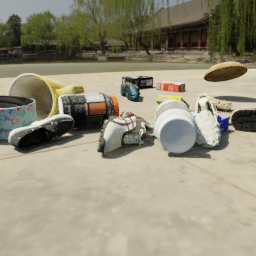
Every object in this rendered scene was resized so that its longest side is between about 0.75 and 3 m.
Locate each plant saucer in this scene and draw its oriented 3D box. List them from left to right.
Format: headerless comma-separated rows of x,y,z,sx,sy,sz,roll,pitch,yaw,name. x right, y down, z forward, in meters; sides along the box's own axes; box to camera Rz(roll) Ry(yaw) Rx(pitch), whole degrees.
5.972,-3.500,17.288,2.596,0.460,2.596,-4,-11,-1,plant saucer

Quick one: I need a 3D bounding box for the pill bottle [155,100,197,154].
1.601,-0.104,9.602,1.380,1.380,2.440,1,16,5,pill bottle

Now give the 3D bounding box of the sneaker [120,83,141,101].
0.328,-2.392,17.734,1.133,1.012,2.765,-5,18,-15,sneaker

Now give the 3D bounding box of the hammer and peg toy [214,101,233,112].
4.854,-1.073,14.448,0.878,0.421,1.194,12,21,30,hammer and peg toy

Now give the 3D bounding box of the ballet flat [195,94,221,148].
2.766,-0.403,10.183,1.004,1.004,2.798,3,35,9,ballet flat

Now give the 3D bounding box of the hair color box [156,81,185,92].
3.164,-3.083,20.712,1.887,0.603,1.046,11,20,35,hair color box

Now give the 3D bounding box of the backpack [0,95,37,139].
-4.510,-0.470,10.352,2.160,1.626,1.918,-4,16,2,backpack

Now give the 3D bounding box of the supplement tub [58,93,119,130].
-1.623,-0.707,11.533,2.330,1.428,1.428,-5,18,-20,supplement tub

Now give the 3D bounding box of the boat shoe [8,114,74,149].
-2.870,0.192,9.792,2.450,0.841,0.694,-22,32,-36,boat shoe

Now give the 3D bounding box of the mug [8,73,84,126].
-3.508,-1.200,12.526,2.741,2.195,2.250,19,12,10,mug

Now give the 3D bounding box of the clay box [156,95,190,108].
2.175,-1.172,13.453,1.127,0.467,1.962,8,-6,26,clay box

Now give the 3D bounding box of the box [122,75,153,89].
0.748,-3.605,21.971,1.969,0.848,1.613,-10,19,-29,box

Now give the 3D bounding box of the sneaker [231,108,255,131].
5.754,-0.398,11.182,2.982,1.129,1.305,9,14,26,sneaker

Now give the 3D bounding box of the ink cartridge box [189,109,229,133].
2.712,-0.316,11.686,1.217,0.572,2.589,-17,24,-41,ink cartridge box

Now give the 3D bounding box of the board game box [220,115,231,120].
3.802,-0.615,12.374,1.211,0.157,1.211,15,2,-11,board game box

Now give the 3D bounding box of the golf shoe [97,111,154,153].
-0.052,0.137,9.504,1.221,1.070,2.772,20,27,19,golf shoe
